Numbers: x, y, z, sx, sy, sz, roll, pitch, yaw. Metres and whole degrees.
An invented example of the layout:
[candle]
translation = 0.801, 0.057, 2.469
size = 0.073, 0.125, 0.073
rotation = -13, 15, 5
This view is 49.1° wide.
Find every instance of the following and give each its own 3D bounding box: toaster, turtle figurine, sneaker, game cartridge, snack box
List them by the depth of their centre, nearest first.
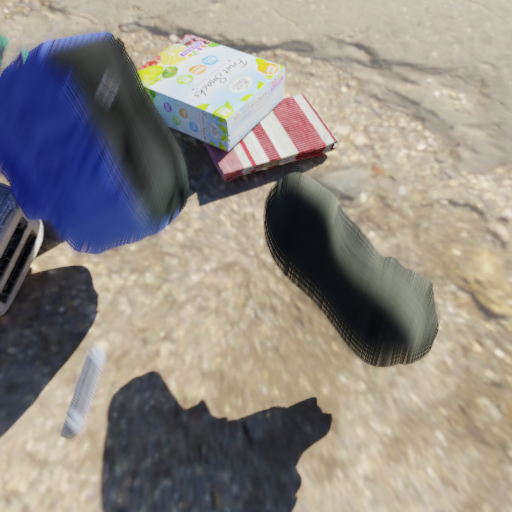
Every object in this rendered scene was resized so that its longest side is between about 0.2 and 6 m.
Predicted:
[game cartridge]
translation = -2.117, 1.682, 6.832
size = 0.209, 0.681, 1.022
rotation = 22, 58, -19
[sneaker]
translation = 1.461, 0.220, 8.542
size = 1.326, 1.987, 3.469
rotation = -48, 57, 16
[turtle figurine]
translation = -4.422, -3.046, 9.538
size = 1.284, 0.961, 0.647
rotation = -49, 56, 14
[toaster]
translation = -5.056, -0.138, 9.699
size = 1.865, 1.641, 2.888
rotation = 14, 65, 6
[snack box]
translation = -1.069, -3.608, 12.097
size = 2.675, 0.905, 2.256
rotation = 26, 55, 20

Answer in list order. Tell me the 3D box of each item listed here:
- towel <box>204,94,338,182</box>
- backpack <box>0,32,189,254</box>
[towel]
translation = 0.199, -2.597, 12.031
size = 2.608, 0.297, 1.878
rotation = -17, 55, -12
[backpack]
translation = -2.676, -1.630, 9.120
size = 2.602, 3.101, 2.520
rotation = -22, 19, 26
